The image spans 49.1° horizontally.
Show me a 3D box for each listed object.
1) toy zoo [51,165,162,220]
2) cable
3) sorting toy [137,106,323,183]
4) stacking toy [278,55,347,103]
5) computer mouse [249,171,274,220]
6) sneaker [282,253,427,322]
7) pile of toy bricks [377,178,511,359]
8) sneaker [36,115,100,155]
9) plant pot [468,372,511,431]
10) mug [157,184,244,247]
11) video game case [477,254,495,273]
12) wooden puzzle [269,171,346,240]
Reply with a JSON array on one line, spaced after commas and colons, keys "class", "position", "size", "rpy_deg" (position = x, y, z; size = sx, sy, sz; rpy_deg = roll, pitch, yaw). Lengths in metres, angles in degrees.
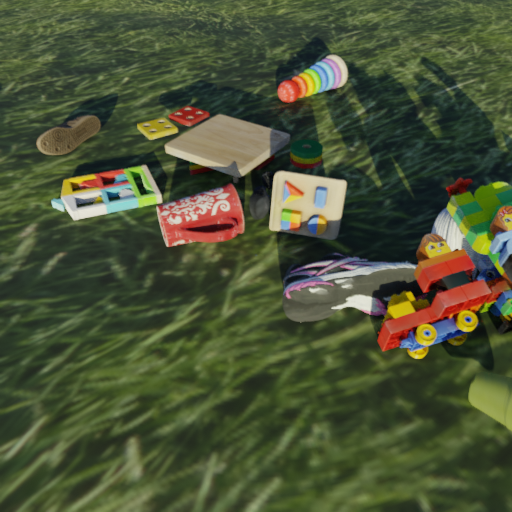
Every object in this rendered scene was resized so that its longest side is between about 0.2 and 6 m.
[{"class": "toy zoo", "position": [-3.099, -1.290, 11.425], "size": [2.068, 0.212, 1.357], "rpy_deg": [-13, 39, -17]}, {"class": "cable", "position": [3.215, -0.134, 8.999], "size": [0.461, 1.332, 1.333], "rpy_deg": [6, 46, 40]}, {"class": "sorting toy", "position": [-0.713, -2.297, 12.348], "size": [4.096, 0.693, 1.975], "rpy_deg": [22, 43, 26]}, {"class": "stacking toy", "position": [1.518, -4.840, 15.640], "size": [2.167, 0.925, 0.925], "rpy_deg": [-32, 47, -27]}, {"class": "computer mouse", "position": [0.213, -1.232, 10.979], "size": [0.309, 0.533, 1.817], "rpy_deg": [-6, 29, 17]}, {"class": "sneaker", "position": [1.510, 0.304, 8.779], "size": [2.329, 0.935, 1.005], "rpy_deg": [-3, 36, -6]}, {"class": "pile of toy bricks", "position": [3.567, -0.273, 8.055], "size": [4.247, 2.356, 2.096], "rpy_deg": [-16, 59, -10]}, {"class": "sneaker", "position": [-4.519, -2.830, 13.284], "size": [0.672, 0.626, 1.778], "rpy_deg": [4, 30, 38]}, {"class": "plant pot", "position": [3.013, 1.739, 6.840], "size": [0.726, 0.726, 0.689], "rpy_deg": [-30, 31, -33]}, {"class": "mug", "position": [-0.988, -0.692, 9.979], "size": [1.402, 0.936, 1.245], "rpy_deg": [-14, 8, -12]}, {"class": "video game case", "position": [4.192, -0.041, 9.876], "size": [0.939, 0.111, 0.855], "rpy_deg": [-6, 38, -9]}, {"class": "wooden puzzle", "position": [0.897, -0.853, 9.962], "size": [1.269, 1.175, 0.294], "rpy_deg": [8, 30, 5]}]
